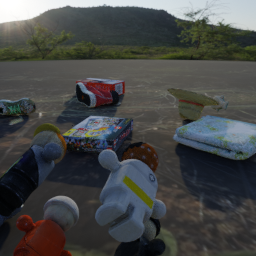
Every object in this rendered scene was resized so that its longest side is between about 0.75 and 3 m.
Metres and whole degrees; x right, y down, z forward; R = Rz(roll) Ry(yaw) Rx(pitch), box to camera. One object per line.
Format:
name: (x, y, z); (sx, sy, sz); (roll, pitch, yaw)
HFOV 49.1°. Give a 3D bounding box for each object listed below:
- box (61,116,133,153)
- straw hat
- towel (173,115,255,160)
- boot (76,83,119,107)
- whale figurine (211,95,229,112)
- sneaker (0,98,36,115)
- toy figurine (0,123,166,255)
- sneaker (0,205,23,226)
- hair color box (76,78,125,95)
box: (-0.920, 0.156, 9.409); (1.677, 0.463, 2.456); (5, 18, 14)
straw hat: (2.591, -0.827, 11.621); (2.323, 0.983, 2.323); (17, 1, 0)
towel: (3.003, 0.266, 8.941); (2.495, 0.601, 2.136); (16, 27, 41)
boot: (-1.617, -1.818, 15.020); (1.918, 0.963, 2.659); (-9, 28, -29)
whale figurine: (4.120, -1.048, 12.389); (0.511, 0.783, 0.985); (15, 8, -24)
sneaker: (-5.029, -0.796, 12.271); (2.042, 0.785, 0.905); (-3, 26, 15)
toy figurine: (-0.539, 1.087, 3.753); (2.124, 2.091, 1.478); (5, 29, 13)
sneaker: (-2.736, 1.339, 5.233); (1.611, 0.612, 1.164); (18, 34, 22)
hair color box: (-1.708, -2.538, 17.366); (2.692, 0.860, 1.493); (8, 20, 28)
